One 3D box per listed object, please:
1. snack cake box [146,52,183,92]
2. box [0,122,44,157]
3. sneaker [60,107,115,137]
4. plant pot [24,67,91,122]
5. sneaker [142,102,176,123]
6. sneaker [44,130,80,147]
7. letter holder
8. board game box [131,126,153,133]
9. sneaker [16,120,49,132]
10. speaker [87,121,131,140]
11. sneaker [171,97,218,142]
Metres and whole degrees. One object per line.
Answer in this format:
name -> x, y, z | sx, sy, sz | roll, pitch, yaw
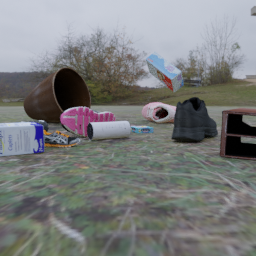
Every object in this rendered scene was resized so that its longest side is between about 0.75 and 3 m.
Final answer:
snack cake box -> 1.568, -2.408, 12.036 | 1.694, 0.569, 0.974 | 46, -9, 30
box -> -2.550, 0.215, 6.182 | 1.171, 0.614, 1.077 | -4, 6, -28
sneaker -> -1.464, -0.207, 9.134 | 1.085, 0.915, 2.480 | 2, 2, 29
plant pot -> -3.762, -1.326, 13.951 | 2.801, 2.618, 2.618 | -13, -1, 29
sneaker -> 1.435, -0.812, 14.211 | 1.401, 1.009, 2.680 | 2, 7, -44
sneaker -> -1.691, 0.259, 6.880 | 1.024, 0.395, 0.401 | 1, 4, -3
letter holder -> 2.873, 0.087, 6.009 | 1.322, 0.936, 1.860 | 6, 8, 30
board game box -> 0.480, 0.049, 9.967 | 0.585, 0.182, 0.774 | -2, 6, -20
sneaker -> -3.131, 0.046, 8.649 | 1.510, 0.502, 0.683 | 0, 7, 33
speaker -> -0.558, 0.064, 8.214 | 1.249, 0.507, 0.507 | -4, 7, -31
sneaker -> 2.086, -0.305, 8.388 | 1.023, 1.223, 2.694 | 1, 4, 26
